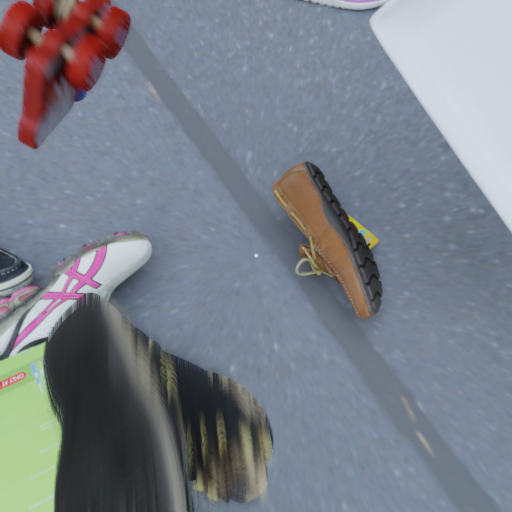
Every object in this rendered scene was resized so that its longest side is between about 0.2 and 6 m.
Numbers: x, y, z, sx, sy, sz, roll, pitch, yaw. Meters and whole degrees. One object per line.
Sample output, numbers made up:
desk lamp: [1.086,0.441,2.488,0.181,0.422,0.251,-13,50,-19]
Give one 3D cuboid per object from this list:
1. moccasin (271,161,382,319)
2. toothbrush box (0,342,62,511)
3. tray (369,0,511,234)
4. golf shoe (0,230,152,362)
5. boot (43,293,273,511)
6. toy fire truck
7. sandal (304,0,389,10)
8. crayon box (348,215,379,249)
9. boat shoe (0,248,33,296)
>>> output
moccasin: [0.929,-0.158,7.644,0.892,0.845,2.311,-36,80,25]
toothbrush box: [-2.173,2.494,6.190,2.031,1.201,2.789,-25,66,-12]
tray: [2.926,-1.466,5.518,1.942,0.401,3.617,-35,94,26]
golf shoe: [-2.333,0.612,7.369,2.443,0.887,1.125,-34,80,-7]
boot: [-0.451,1.252,3.462,0.761,1.566,2.080,-45,43,6]
toy fire truck: [-1.390,-1.395,4.068,0.606,0.908,1.082,25,48,-9]
sandal: [1.539,-4.991,10.221,2.203,0.541,0.896,3,64,1]
crayon box: [1.350,-0.274,8.117,0.458,0.183,0.722,-41,70,-18]
boat shoe: [-4.394,-0.183,7.510,2.958,0.921,1.104,19,29,11]
